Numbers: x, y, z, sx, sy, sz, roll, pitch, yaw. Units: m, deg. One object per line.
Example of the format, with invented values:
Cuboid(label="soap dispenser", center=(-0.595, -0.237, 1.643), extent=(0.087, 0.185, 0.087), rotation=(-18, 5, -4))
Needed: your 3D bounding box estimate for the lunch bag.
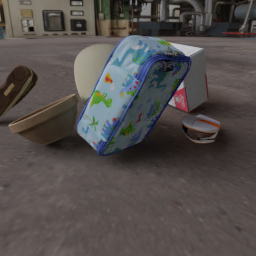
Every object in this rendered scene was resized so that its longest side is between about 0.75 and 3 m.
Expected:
Cuboid(label="lunch bag", center=(0.212, -0.751, 6.771), extent=(1.172, 2.842, 2.285), rotation=(42, 30, 20))

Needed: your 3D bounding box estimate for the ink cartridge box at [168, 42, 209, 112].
Cuboid(label="ink cartridge box", center=(1.544, -2.043, 10.601), extent=(1.158, 2.015, 2.776), rotation=(-32, 36, -21))

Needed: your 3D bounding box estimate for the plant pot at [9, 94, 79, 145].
Cuboid(label="plant pot", center=(-2.095, -0.130, 7.535), extent=(1.918, 0.885, 1.918), rotation=(-22, 13, 6))

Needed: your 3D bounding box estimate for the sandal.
Cuboid(label="sandal", center=(2.085, 0.091, 7.803), extent=(0.910, 0.681, 2.376), rotation=(23, 14, 23))

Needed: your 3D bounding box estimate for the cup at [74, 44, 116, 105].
Cuboid(label="cup", center=(-0.667, -1.206, 8.125), extent=(1.950, 1.950, 1.395), rotation=(1, 57, 2))

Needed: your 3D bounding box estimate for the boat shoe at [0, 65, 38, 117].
Cuboid(label="boat shoe", center=(-3.860, -1.004, 9.201), extent=(2.362, 0.872, 0.874), rotation=(-39, -9, 9))
